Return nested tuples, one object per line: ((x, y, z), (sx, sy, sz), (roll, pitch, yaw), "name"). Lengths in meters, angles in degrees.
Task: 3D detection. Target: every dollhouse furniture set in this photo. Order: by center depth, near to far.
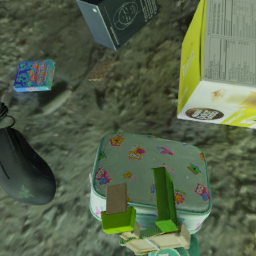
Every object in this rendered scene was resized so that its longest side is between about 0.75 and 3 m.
((0.436, 1.822, 5.820), (1.341, 2.047, 1.027), (-14, 51, 15), "dollhouse furniture set")

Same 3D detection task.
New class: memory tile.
((-0.764, -1.668, 8.159), (0.624, 0.068, 0.814), (7, 55, 44), "memory tile")

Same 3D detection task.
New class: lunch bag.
((0.474, 1.328, 6.827), (2.896, 1.116, 2.323), (9, 44, -2), "lunch bag")

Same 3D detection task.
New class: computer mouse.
((-3.088, 0.922, 7.205), (2.891, 0.762, 2.002), (44, 109, 8), "computer mouse")

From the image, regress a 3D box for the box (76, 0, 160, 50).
((-0.236, -3.641, 8.385), (2.044, 1.517, 1.094), (-44, 51, -15), "box")

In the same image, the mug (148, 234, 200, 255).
((1.169, 3.059, 6.675), (1.414, 0.874, 1.162), (30, 101, 20), "mug")

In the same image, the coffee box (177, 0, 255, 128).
((2.823, -1.649, 7.375), (2.538, 2.563, 2.567), (8, 74, -1), "coffee box")

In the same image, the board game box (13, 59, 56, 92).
((-2.816, -1.574, 8.436), (1.192, 0.268, 0.906), (0, 72, 19), "board game box")
